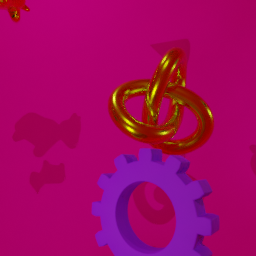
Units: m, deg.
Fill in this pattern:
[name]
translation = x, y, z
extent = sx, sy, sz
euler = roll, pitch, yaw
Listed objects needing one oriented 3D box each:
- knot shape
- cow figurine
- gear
[knot shape]
translation = 0.728, -0.541, 5.204
extent = 2.051, 0.948, 1.919
euler = 21, 82, -28
[cow figurine]
translation = -2.739, -2.402, 4.991
extent = 1.668, 1.641, 0.916
euler = 6, 97, 42
[gear]
translation = 0.278, 1.124, 3.622
extent = 1.683, 0.311, 1.683
euler = -5, 81, 33
